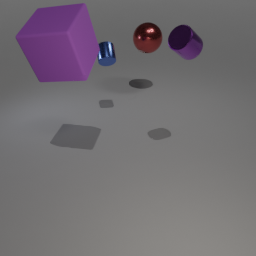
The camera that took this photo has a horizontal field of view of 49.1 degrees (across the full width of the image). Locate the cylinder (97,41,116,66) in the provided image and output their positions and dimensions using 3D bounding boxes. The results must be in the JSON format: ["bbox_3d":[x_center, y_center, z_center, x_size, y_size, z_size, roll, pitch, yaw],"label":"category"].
[{"bbox_3d":[-0.851,-2.885,10.928,0.700,0.700,0.700,-6,73,-11],"label":"cylinder"}]

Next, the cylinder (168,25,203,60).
[{"bbox_3d":[1.518,-2.244,7.382,0.700,0.700,0.700,27,7,38],"label":"cylinder"}]

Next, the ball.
[{"bbox_3d":[0.929,-4.248,13.231,1.400,1.400,1.400,0,30,0],"label":"ball"}]

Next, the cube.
[{"bbox_3d":[-1.713,-2.170,7.239,1.400,1.400,1.400,1,49,15],"label":"cube"}]
